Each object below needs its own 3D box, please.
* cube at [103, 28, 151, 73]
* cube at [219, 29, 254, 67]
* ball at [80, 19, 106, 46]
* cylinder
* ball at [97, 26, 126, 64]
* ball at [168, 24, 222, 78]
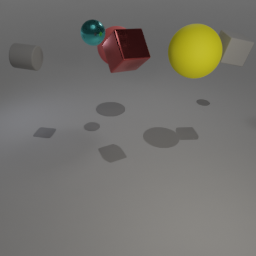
[{"bbox_3d":[-0.045,-1.701,6.190,0.700,0.700,0.700,-14,-6,-29],"label":"cube"},{"bbox_3d":[2.841,-2.184,7.653,0.700,0.700,0.700,6,36,-15],"label":"cube"},{"bbox_3d":[-0.977,-2.660,7.826,0.700,0.700,0.700,0,30,0],"label":"ball"},{"bbox_3d":[-2.889,-2.026,7.977,0.700,0.700,0.700,9,31,7],"label":"cylinder"},{"bbox_3d":[-0.405,-2.936,10.101,1.400,1.400,1.400,0,30,0],"label":"ball"},{"bbox_3d":[1.769,-2.027,7.444,1.400,1.400,1.400,0,30,0],"label":"ball"}]
